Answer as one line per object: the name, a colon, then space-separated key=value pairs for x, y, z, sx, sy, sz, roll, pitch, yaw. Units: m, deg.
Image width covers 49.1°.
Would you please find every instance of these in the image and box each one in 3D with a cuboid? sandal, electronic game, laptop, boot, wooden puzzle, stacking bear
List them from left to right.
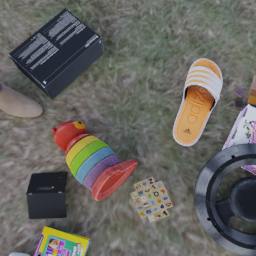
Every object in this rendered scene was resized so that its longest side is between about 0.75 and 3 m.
boot: x=-3.674 y=-0.988 z=8.187 sx=2.124 sy=1.553 sz=0.746 roll=15 pitch=73 yaw=5
laptop: x=-2.278 y=1.917 z=8.030 sx=1.061 sy=0.657 sz=1.133 roll=-2 pitch=44 yaw=-1
stacking bear: x=-1.149 y=0.713 z=7.815 sx=2.356 sy=1.431 sz=1.340 roll=45 pitch=117 yaw=20
sandal: x=2.227 y=-0.910 z=8.520 sx=1.166 sy=0.873 sz=3.045 roll=18 pitch=73 yaw=6
electronic game: x=3.290 y=1.899 z=7.467 sx=2.991 sy=0.622 sz=2.991 roll=0 pitch=88 yaw=8
wooden puzzle: x=4.502 y=-0.931 z=8.876 sx=2.223 sy=0.156 sz=1.318 roll=17 pitch=74 yaw=9

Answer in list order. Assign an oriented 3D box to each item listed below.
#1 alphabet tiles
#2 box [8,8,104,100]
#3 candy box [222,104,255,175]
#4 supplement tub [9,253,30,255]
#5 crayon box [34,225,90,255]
alphabet tiles: x=0.609 y=1.868 z=7.293 sx=0.905 sy=0.034 sz=1.088 roll=-24 pitch=88 yaw=6
box: x=-2.209 y=-2.378 z=8.966 sx=1.697 sy=0.948 sz=2.405 roll=41 pitch=76 yaw=15
candy box: x=3.965 y=0.518 z=8.135 sx=1.985 sy=0.710 sz=1.665 roll=29 pitch=74 yaw=9
supplement tub: x=-2.865 y=3.695 z=7.180 sx=0.561 sy=0.561 sz=0.851 roll=9 pitch=72 yaw=3
crayon box: x=-1.818 y=3.461 z=7.328 sx=1.244 sy=0.420 sz=1.442 roll=17 pitch=73 yaw=4
